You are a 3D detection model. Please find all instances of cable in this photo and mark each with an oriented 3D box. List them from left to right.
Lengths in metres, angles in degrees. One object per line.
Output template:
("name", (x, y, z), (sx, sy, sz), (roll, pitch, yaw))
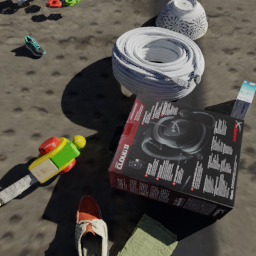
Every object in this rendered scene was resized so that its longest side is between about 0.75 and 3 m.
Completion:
("cable", (0.869, -1.951, 8.196), (2.678, 0.927, 2.679), (17, 48, 10))

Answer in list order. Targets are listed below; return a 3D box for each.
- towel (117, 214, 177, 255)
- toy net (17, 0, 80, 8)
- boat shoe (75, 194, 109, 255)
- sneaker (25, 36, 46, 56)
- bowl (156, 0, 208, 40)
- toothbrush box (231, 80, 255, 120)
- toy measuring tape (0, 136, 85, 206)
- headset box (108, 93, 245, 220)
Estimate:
("towel", (0.394, 2.582, 5.897), (0.945, 0.232, 1.274), (34, 65, 9))
("toy net", (-3.153, -4.762, 10.396), (2.753, 0.532, 1.444), (-3, 61, 0))
("boat shoe", (-0.781, 2.315, 5.893), (0.722, 0.635, 2.028), (-8, 57, -3))
("sneaker", (-3.061, -2.680, 9.120), (0.917, 0.418, 0.356), (33, 64, 18))
("bowl", (1.902, -3.935, 9.643), (1.840, 0.863, 1.840), (0, 58, 1))
("toothbrush box", (3.165, -0.756, 7.657), (0.387, 0.663, 0.906), (20, 51, 18))
("toy measuring tape", (-2.112, 0.928, 6.772), (2.536, 0.933, 0.933), (-34, 63, 0))
("headset box", (1.014, 0.578, 6.666), (2.960, 1.143, 2.203), (14, 60, 10))
